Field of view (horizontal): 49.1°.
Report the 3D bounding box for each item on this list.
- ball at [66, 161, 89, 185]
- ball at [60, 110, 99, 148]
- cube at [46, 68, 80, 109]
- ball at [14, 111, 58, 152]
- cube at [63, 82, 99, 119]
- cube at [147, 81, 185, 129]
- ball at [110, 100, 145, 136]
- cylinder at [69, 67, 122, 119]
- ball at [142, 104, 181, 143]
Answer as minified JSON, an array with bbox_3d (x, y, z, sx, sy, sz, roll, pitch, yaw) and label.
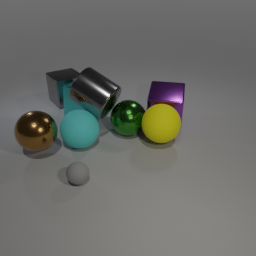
[{"bbox_3d":[-1.523,1.366,8.487,0.700,0.700,0.700,0,30,0],"label":"ball"},{"bbox_3d":[-1.747,0.037,10.098,1.400,1.400,1.400,0,30,0],"label":"ball"},{"bbox_3d":[-3.001,-1.957,13.580,1.400,1.400,1.400,-19,35,-29],"label":"cube"},{"bbox_3d":[-3.106,0.108,9.495,1.400,1.400,1.400,0,30,0],"label":"ball"},{"bbox_3d":[-1.808,-1.206,12.107,1.400,1.400,1.400,12,25,21],"label":"cube"},{"bbox_3d":[1.573,-0.958,11.588,1.400,1.400,1.400,6,42,10],"label":"cube"},{"bbox_3d":[0.015,-0.391,10.835,1.400,1.400,1.400,0,30,0],"label":"ball"},{"bbox_3d":[-1.180,-1.266,10.229,1.400,1.400,1.400,34,38,7],"label":"cylinder"},{"bbox_3d":[1.189,-0.164,10.061,1.400,1.400,1.400,0,30,0],"label":"ball"}]
